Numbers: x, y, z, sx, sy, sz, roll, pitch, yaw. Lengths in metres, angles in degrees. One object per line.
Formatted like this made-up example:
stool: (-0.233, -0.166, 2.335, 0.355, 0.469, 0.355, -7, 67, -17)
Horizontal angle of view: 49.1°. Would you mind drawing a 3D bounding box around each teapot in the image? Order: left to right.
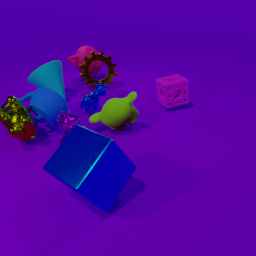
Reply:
teapot: (-2.450, -0.616, 8.333, 1.886, 1.173, 0.923, 30, 68, 10)
teapot: (-1.735, -2.843, 12.155, 2.050, 1.274, 1.004, 1, -19, -46)

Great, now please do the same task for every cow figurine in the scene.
cow figurine: (-3.178, -0.245, 8.186, 0.953, 1.708, 1.736, -40, 73, -9)
cow figurine: (-1.566, 0.148, 7.480, 1.120, 0.625, 1.138, 42, 40, -10)
cow figurine: (-1.161, -1.072, 9.523, 0.538, 0.965, 0.981, 30, 24, 23)

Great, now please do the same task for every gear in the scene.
gear: (-1.182, -2.314, 11.229, 1.494, 1.494, 0.276, -2, 17, -3)

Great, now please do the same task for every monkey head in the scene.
monkey head: (-0.324, -0.577, 8.470, 1.679, 1.012, 1.208, -28, 49, 19)

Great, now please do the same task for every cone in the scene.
cone: (-2.678, -1.496, 10.312, 1.391, 1.396, 1.391, -34, 0, 0)

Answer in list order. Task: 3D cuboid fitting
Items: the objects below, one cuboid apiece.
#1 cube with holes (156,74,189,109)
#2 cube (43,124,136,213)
cube with holes: (1.571, -1.312, 9.929, 0.856, 0.856, 0.856, -15, 28, -12)
cube: (-0.753, 0.816, 5.750, 1.150, 1.150, 1.150, 20, 68, 39)
